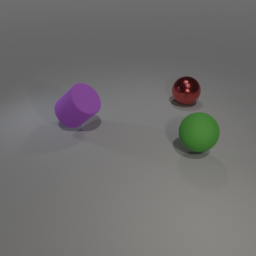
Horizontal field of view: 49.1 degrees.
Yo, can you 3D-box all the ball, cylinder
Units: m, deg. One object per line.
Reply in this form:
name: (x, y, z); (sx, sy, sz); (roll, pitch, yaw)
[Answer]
ball: (2.855, -1.832, 13.748); (1.400, 1.400, 1.400); (0, 30, 0)
ball: (2.501, 0.144, 9.889); (1.400, 1.400, 1.400); (0, 30, 0)
cylinder: (-2.062, -0.905, 11.471); (1.400, 1.400, 1.400); (-31, 7, 41)
